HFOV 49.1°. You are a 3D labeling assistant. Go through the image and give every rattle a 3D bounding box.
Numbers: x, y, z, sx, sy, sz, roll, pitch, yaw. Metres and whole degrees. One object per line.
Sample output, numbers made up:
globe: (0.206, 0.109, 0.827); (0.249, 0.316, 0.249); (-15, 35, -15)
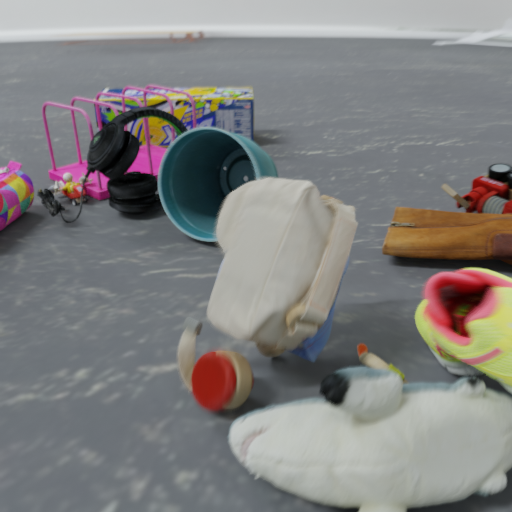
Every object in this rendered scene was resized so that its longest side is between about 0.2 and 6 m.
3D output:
rattle: (1.242, 1.395, 6.170); (0.602, 0.661, 0.925); (24, 0, -27)

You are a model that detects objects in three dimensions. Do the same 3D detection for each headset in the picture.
headset: (-2.550, -1.584, 10.349); (2.908, 1.796, 1.366); (-35, 36, -18)

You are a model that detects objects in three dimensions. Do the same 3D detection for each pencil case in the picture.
pencil case: (-4.673, -0.834, 9.601); (0.971, 0.971, 2.196); (3, 30, 5)

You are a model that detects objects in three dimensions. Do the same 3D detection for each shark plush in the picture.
shark plush: (1.529, 1.411, 5.178); (3.429, 1.558, 1.428); (-16, 1, -20)

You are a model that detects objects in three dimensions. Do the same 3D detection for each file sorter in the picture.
file sorter: (-2.875, -2.623, 12.183); (1.947, 1.757, 2.802); (22, 35, 37)

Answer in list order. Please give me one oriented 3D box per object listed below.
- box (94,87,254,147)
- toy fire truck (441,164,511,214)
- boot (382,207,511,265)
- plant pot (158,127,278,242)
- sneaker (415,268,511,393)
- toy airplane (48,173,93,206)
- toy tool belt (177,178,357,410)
box: (-2.061, -3.622, 14.620); (3.998, 1.285, 1.401); (-1, 28, -2)
toy fire truck: (4.186, -0.927, 9.817); (1.773, 1.141, 1.561); (-24, 35, -19)
boot: (3.480, -0.152, 8.167); (3.178, 1.088, 2.992); (6, 28, 13)
plant pot: (-0.476, -1.282, 9.786); (1.839, 1.839, 1.728); (11, 14, 20)
sneaker: (2.170, 0.567, 5.650); (1.265, 1.095, 2.801); (37, -3, -5)
toy airplane: (-3.687, -1.369, 11.046); (0.810, 0.574, 0.814); (-2, 29, 1)
toy tool belt: (0.333, 0.490, 6.182); (1.587, 2.541, 1.562); (18, 0, 43)
